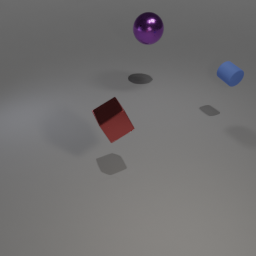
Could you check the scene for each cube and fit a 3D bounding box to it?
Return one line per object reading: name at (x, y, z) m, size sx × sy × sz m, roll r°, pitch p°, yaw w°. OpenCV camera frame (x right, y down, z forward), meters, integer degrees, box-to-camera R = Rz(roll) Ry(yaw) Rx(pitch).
cube at (-0.369, -0.203, 7.003) m, size 0.700 × 0.700 × 0.700 m, roll -31°, pitch 42°, yaw -1°

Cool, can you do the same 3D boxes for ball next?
ball at (0.920, -4.490, 12.662) m, size 1.400 × 1.400 × 1.400 m, roll 0°, pitch 32°, yaw 0°

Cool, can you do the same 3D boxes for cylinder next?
cylinder at (3.801, -2.011, 10.420) m, size 0.700 × 0.700 × 0.700 m, roll -15°, pitch 46°, yaw -22°
